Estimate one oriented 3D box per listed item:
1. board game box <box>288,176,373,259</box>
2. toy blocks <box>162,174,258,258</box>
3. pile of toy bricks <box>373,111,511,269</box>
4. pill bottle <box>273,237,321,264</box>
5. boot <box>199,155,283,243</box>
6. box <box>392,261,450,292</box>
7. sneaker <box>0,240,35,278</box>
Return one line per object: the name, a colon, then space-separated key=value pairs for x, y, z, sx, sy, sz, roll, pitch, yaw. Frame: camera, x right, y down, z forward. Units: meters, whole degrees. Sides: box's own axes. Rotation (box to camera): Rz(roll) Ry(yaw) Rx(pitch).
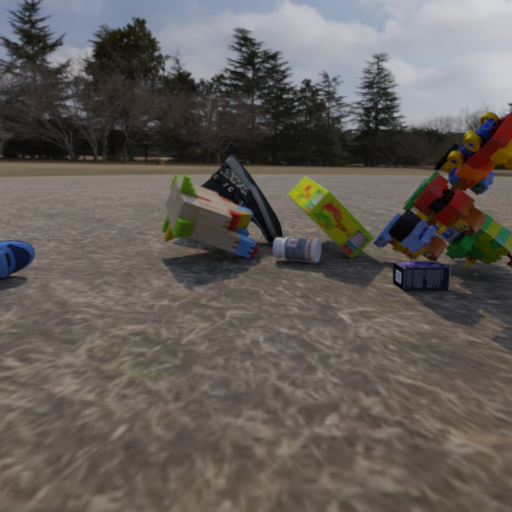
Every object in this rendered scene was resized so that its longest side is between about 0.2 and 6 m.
board game box: x=1.528 y=-0.906 z=12.124 sx=0.627 sy=1.338 sz=2.633 roll=-44 pitch=14 yaw=6
toy blocks: x=-0.876 y=-0.798 z=11.696 sx=1.799 sy=1.315 sz=2.632 roll=18 pitch=15 yaw=-19
pile of toy bricks: x=3.568 y=-0.527 z=9.519 sx=1.994 sy=2.241 sz=4.039 roll=38 pitch=-13 yaw=6
pill bottle: x=0.780 y=-0.122 z=10.732 sx=0.847 sy=0.493 sz=0.493 roll=6 pitch=12 yaw=23
boot: x=-0.728 y=-0.954 z=13.610 sx=2.089 sy=2.766 sz=0.999 roll=-34 pitch=-33 yaw=6
box: x=2.572 y=0.312 z=8.743 sx=0.729 sy=0.380 sz=0.539 roll=-2 pitch=10 yaw=-5
sneaker: x=-4.420 y=0.157 z=9.118 sx=1.647 sy=0.609 sz=0.677 roll=-15 pitch=20 yaw=-33
